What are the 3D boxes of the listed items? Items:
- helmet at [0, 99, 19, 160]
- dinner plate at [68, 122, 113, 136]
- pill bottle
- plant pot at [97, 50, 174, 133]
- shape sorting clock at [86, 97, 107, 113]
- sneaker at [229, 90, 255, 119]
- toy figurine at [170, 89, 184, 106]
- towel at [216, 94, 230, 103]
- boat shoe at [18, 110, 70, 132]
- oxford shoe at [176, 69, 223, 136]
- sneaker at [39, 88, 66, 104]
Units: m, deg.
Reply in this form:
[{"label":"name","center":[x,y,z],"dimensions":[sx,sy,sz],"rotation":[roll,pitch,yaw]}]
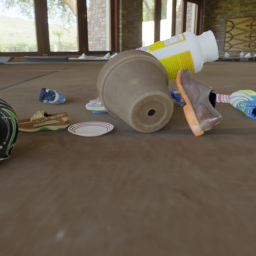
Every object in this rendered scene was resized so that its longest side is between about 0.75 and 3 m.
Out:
[{"label":"helmet","center":[-2.932,-0.043,5.744],"dimensions":[1.373,1.309,1.373],"rotation":[3,2,0]},{"label":"dinner plate","center":[-1.045,0.042,7.906],"dimensions":[1.268,0.154,1.268],"rotation":[1,16,0]},{"label":"pill bottle","center":[1.632,-2.432,9.755],"dimensions":[2.746,1.432,1.432],"rotation":[-16,14,11]},{"label":"plant pot","center":[0.343,-0.908,8.177],"dimensions":[2.254,2.254,1.966],"rotation":[-5,34,-15]},{"label":"shape sorting clock","center":[-0.163,-1.125,10.784],"dimensions":[2.950,0.579,2.950],"rotation":[-5,15,1]},{"label":"sneaker","center":[4.249,-0.832,9.748],"dimensions":[1.096,0.790,2.086],"rotation":[-12,21,-35]},{"label":"toy figurine","center":[1.954,-1.424,11.080],"dimensions":[1.344,1.183,2.243],"rotation":[1,18,0]},{"label":"towel","center":[4.362,-1.333,12.422],"dimensions":[1.609,0.241,1.177],"rotation":[5,18,15]},{"label":"boat shoe","center":[-2.475,-0.238,8.082],"dimensions":[1.571,0.580,0.594],"rotation":[-2,17,-8]},{"label":"oxford shoe","center":[2.030,-0.904,7.994],"dimensions":[0.928,0.907,2.544],"rotation":[-25,46,21]},{"label":"sneaker","center":[-3.267,-1.305,11.915],"dimensions":[0.664,0.652,1.723],"rotation":[13,6,-40]}]
